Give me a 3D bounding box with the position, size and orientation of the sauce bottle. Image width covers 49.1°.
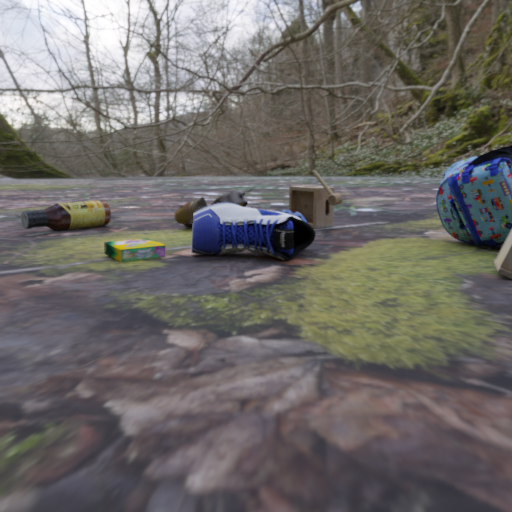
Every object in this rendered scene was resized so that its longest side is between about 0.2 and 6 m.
[{"bbox_3d":[-5.140,-1.077,15.241,0.770,0.770,2.334,10,14,43],"label":"sauce bottle"}]

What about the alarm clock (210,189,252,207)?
[{"bbox_3d":[-0.740,-1.640,17.020,1.690,0.563,1.140,-29,-6,35],"label":"alarm clock"}]

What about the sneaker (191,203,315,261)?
[{"bbox_3d":[0.051,-0.497,11.155,2.616,1.057,1.511,-1,8,-15],"label":"sneaker"}]

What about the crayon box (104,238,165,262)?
[{"bbox_3d":[-2.430,-0.129,11.218,0.956,0.279,0.825,-8,14,-36],"label":"crayon box"}]

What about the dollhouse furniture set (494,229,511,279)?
[{"bbox_3d":[5.168,0.029,9.147,1.977,1.314,1.733,26,17,13],"label":"dollhouse furniture set"}]

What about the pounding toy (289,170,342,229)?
[{"bbox_3d":[1.820,-1.598,15.621,0.835,1.604,1.826,-8,13,-38],"label":"pounding toy"}]

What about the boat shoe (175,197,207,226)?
[{"bbox_3d":[-1.809,-1.233,15.949,0.724,0.766,2.128,-18,-2,6],"label":"boat shoe"}]

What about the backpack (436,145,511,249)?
[{"bbox_3d":[5.015,-1.199,12.479,1.557,2.113,2.314,-30,13,-37],"label":"backpack"}]
